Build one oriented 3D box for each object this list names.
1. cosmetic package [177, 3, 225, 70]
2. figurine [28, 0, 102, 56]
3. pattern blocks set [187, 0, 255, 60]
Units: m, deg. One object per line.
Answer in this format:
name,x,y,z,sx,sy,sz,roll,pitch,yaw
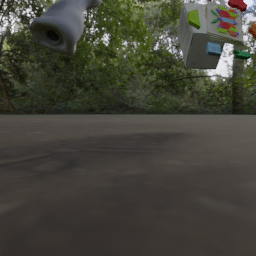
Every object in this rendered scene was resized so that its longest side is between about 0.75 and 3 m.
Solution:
cosmetic package,2.749,-3.613,10.853,1.221,1.447,2.799,4,45,-2
figurine,-1.171,-2.812,5.268,0.920,2.084,2.136,10,-36,20
pattern blocks set,2.070,-2.248,5.984,1.664,1.893,0.153,-1,-26,-13
